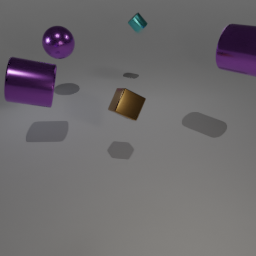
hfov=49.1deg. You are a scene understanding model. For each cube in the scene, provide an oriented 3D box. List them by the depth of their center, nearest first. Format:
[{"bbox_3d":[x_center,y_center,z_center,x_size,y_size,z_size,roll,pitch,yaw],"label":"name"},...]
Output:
[{"bbox_3d":[-0.043,-0.671,7.911,0.700,0.700,0.700,24,-1,-22],"label":"cube"}]

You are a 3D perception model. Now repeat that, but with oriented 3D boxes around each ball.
[{"bbox_3d":[-3.036,-3.736,12.263,1.400,1.400,1.400,0,32,0],"label":"ball"}]

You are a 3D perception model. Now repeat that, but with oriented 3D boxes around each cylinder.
[{"bbox_3d":[3.587,-2.319,8.382,1.400,1.400,1.400,23,39,36],"label":"cylinder"},{"bbox_3d":[-3.054,-1.431,8.889,1.400,1.400,1.400,7,30,-16],"label":"cylinder"},{"bbox_3d":[0.462,-5.024,13.425,0.700,0.700,0.700,-39,22,19],"label":"cylinder"}]
